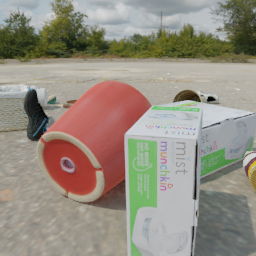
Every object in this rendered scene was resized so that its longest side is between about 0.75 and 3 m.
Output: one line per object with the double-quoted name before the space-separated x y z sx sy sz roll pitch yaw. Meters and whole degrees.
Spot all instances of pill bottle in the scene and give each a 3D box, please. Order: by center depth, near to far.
"pill bottle" -5.205 -1.531 14.085 2.116 1.195 1.195 -1 17 -6

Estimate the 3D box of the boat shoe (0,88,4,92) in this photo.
"boat shoe" -4.869 -1.063 10.909 0.734 2.040 0.670 -17 49 23

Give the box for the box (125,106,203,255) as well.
"box" 0.690 0.849 4.602 1.016 2.101 1.854 4 18 16

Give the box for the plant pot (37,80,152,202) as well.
"plant pot" -0.713 0.353 6.317 2.365 2.365 2.092 9 30 27

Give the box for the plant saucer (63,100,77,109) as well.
"plant saucer" -2.773 -1.294 14.931 1.407 0.257 1.407 -1 16 0

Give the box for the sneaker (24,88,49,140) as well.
"sneaker" -3.010 -0.458 9.408 0.748 1.826 0.668 3 26 2

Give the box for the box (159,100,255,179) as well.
"box" 1.732 0.152 8.081 2.909 1.406 2.567 -13 21 -37

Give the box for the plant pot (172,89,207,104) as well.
"plant pot" 2.832 -0.981 12.328 1.401 1.401 1.282 12 9 34

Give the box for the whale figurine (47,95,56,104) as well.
"whale figurine" -4.351 -1.494 15.503 0.831 0.431 0.661 -27 21 -4

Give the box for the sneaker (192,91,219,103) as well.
"sneaker" 4.203 -1.692 15.603 1.662 0.616 0.736 5 15 18

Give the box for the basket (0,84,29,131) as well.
"basket" -4.900 -0.834 11.130 1.932 1.554 1.914 -7 18 -20

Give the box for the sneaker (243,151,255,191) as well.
"sneaker" 4.166 0.855 6.328 2.901 1.087 1.307 4 23 9
